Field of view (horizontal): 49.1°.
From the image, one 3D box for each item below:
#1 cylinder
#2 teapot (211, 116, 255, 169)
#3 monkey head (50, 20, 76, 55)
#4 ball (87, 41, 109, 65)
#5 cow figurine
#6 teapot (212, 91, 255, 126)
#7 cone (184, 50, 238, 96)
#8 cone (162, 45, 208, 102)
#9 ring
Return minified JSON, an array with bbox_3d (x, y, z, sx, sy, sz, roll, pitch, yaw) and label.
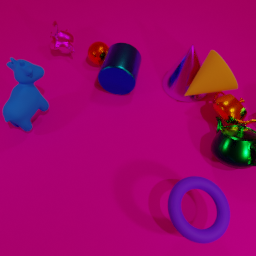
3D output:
[{"bbox_3d":[-0.237,-1.831,8.693,1.164,1.164,1.164,9,54,7],"label":"cylinder"},{"bbox_3d":[2.747,0.349,7.098,1.269,0.999,2.040,-5,26,-15],"label":"teapot"},{"bbox_3d":[-2.224,-3.136,9.678,0.893,1.066,1.482,-2,46,-20],"label":"monkey head"},{"bbox_3d":[-0.970,-2.516,9.433,0.782,0.782,0.782,0,54,0],"label":"ball"},{"bbox_3d":[-2.822,-0.919,7.471,0.923,1.655,1.682,20,66,26],"label":"cow figurine"},{"bbox_3d":[2.921,-0.503,7.791,0.784,0.996,1.602,-41,49,11],"label":"teapot"},{"bbox_3d":[2.168,-1.289,7.978,1.306,1.301,1.301,-34,56,11],"label":"cone"},{"bbox_3d":[1.846,-1.882,8.449,1.550,1.556,1.550,-2,55,2],"label":"cone"},{"bbox_3d":[1.468,1.656,5.775,1.355,0.271,1.355,6,63,-11],"label":"ring"}]
